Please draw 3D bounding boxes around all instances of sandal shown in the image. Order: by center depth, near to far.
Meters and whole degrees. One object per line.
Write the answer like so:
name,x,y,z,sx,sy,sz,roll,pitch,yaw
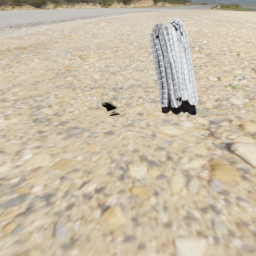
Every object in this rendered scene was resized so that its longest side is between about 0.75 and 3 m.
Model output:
sandal,-0.601,-0.746,8.895,0.345,0.869,0.248,-20,70,9

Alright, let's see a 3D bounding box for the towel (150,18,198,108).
towel,1.566,-2.153,9.592,1.204,2.814,2.330,-9,13,14
